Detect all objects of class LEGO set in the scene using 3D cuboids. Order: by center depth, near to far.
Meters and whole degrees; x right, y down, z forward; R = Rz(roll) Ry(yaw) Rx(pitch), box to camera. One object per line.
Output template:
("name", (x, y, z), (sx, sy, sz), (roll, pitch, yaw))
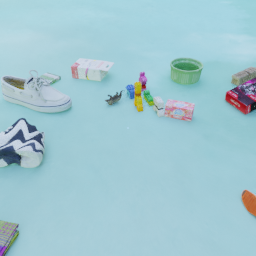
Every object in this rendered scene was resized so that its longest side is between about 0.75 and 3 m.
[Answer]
("LEGO set", (0.490, -1.333, 9.901), (0.867, 0.933, 2.273), (-11, 39, -13))

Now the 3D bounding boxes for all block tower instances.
("block tower", (4.763, -2.114, 11.395), (1.398, 0.404, 0.377), (-23, 43, -30))

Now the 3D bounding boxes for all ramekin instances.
("ramekin", (2.358, -2.316, 11.430), (1.328, 0.649, 1.328), (0, 37, 0))

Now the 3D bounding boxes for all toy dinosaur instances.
("toy dinosaur", (-0.457, -1.059, 10.036), (0.860, 0.331, 0.440), (-22, 49, -15))

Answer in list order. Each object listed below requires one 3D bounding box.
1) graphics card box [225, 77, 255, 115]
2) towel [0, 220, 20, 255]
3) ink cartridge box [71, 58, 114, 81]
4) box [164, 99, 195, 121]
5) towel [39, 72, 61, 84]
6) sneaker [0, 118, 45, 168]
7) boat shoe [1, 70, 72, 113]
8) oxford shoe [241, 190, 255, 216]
("graphics card box", (4.454, -1.214, 9.897), (1.683, 0.428, 1.056), (-25, 43, -12))
("towel", (-3.271, 2.643, 5.228), (1.609, 0.255, 2.240), (7, 37, 11))
("ink cartridge box", (-1.435, -2.416, 11.656), (1.605, 0.542, 0.935), (10, 38, 15))
("box", (1.714, -0.599, 9.317), (0.920, 0.472, 0.436), (12, 39, 15))
("towel", (-3.359, -1.905, 11.339), (0.818, 0.168, 1.096), (20, 43, 27))
("sneaker", (-3.339, 0.320, 7.782), (2.177, 0.869, 1.417), (1, 36, 1))
("boat shoe", (-3.264, -1.408, 9.780), (2.790, 1.189, 1.031), (16, 40, 20))
("oxford shoe", (2.994, 1.819, 6.305), (0.388, 0.380, 1.065), (10, 30, -30))
